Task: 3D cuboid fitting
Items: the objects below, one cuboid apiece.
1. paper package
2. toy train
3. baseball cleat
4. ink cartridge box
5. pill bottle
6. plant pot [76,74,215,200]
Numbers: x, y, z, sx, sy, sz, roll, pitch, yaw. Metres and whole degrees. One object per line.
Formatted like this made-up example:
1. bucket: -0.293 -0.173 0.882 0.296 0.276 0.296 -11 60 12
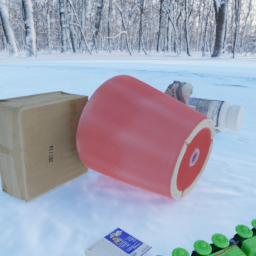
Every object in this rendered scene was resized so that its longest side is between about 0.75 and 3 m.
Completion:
1. paper package: -2.040 0.318 6.955 1.151 2.224 2.120 13 21 35
2. toy train: 1.439 2.061 4.342 2.520 0.526 0.711 -9 30 -25
3. baseball cleat: 1.306 -0.672 7.509 0.794 1.491 0.520 18 46 14
4. ink cartridge box: -0.155 2.088 4.740 0.818 0.192 0.808 17 23 40
5. pill bottle: 3.407 -0.534 11.235 2.150 1.223 1.223 12 21 32
6. plant pot: 0.563 0.299 6.761 2.419 2.734 2.734 23 27 33
